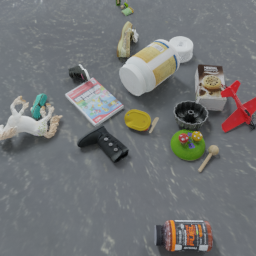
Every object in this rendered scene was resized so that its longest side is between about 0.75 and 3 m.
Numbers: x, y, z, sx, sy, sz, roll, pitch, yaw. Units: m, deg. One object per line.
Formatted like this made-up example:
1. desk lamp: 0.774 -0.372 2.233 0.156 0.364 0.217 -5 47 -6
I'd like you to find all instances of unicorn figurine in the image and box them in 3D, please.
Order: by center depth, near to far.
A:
1. unicorn figurine: -4.051 -0.230 10.909 2.643 0.976 1.815 10 72 -2

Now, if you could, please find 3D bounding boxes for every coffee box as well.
1. coffee box: 3.533 -1.768 12.110 1.105 0.780 1.955 4 57 3

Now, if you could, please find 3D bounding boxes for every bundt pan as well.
1. bundt pan: 2.508 -0.467 11.340 1.384 0.520 1.384 0 47 1

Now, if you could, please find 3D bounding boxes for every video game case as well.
1. video game case: -1.461 -1.167 12.071 1.547 0.189 2.164 -36 64 -21

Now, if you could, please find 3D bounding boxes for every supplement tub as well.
1. supplement tub: 1.678 3.335 8.669 1.701 0.910 0.910 0 57 0
2. supplement tub: 0.929 -2.598 12.128 2.297 1.662 1.662 -39 65 -22

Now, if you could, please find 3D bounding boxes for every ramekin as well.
1. ramekin: 2.527 -3.837 13.569 1.297 0.632 1.297 0 57 0

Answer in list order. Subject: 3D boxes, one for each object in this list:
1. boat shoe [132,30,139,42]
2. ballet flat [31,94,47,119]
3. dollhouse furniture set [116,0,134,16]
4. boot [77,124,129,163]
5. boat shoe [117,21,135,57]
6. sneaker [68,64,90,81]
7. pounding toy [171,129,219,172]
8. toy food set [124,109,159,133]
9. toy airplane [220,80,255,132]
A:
1. boat shoe: 0.382 -4.746 14.383 0.321 0.338 0.938 -12 48 -7
2. ballet flat: -3.826 -0.887 11.804 0.464 0.444 1.319 -5 53 26
3. dollhouse furniture set: -0.206 -6.839 15.644 0.612 0.473 1.224 -30 62 -18
4. boot: -0.956 0.750 10.651 1.335 0.532 1.619 -38 69 -20
5. boat shoe: -0.026 -4.342 13.866 0.671 0.784 2.140 11 67 6
6. sneaker: -2.214 -2.365 12.554 0.722 0.515 1.457 -26 41 -16
7. pounding toy: 2.469 0.584 10.543 1.735 0.805 1.339 39 65 23
8. toy food set: 0.526 -0.247 11.375 1.340 0.438 0.789 20 83 15
9. toy airplane: 4.522 -0.931 11.313 2.314 0.426 2.314 1 83 -12
